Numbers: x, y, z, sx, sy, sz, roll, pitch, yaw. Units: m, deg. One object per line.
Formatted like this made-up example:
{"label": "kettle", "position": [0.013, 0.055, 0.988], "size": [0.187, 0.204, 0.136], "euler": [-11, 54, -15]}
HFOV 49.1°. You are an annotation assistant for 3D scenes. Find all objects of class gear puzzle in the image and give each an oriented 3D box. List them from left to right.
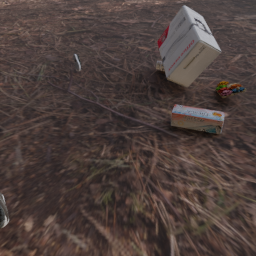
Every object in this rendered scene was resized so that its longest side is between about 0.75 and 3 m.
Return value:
{"label": "gear puzzle", "position": [3.587, -1.486, 10.017], "size": [0.863, 0.218, 1.667], "euler": [-16, 19, 11]}

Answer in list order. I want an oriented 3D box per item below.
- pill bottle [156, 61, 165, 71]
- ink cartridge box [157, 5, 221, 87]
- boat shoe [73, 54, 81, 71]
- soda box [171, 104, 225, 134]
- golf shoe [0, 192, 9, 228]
{"label": "pill bottle", "position": [1.599, -2.619, 11.791], "size": [0.781, 0.467, 0.467], "euler": [10, 36, 14]}
{"label": "ink cartridge box", "position": [2.185, -3.076, 10.592], "size": [1.057, 1.841, 2.535], "euler": [19, 43, -26]}
{"label": "boat shoe", "position": [-2.074, -2.735, 11.686], "size": [0.232, 0.281, 0.820], "euler": [-3, 67, -40]}
{"label": "soda box", "position": [2.039, -0.265, 8.289], "size": [1.501, 0.513, 0.477], "euler": [11, 41, 16]}
{"label": "golf shoe", "position": [-2.793, 1.235, 5.258], "size": [0.632, 0.768, 1.625], "euler": [-34, 72, -12]}
